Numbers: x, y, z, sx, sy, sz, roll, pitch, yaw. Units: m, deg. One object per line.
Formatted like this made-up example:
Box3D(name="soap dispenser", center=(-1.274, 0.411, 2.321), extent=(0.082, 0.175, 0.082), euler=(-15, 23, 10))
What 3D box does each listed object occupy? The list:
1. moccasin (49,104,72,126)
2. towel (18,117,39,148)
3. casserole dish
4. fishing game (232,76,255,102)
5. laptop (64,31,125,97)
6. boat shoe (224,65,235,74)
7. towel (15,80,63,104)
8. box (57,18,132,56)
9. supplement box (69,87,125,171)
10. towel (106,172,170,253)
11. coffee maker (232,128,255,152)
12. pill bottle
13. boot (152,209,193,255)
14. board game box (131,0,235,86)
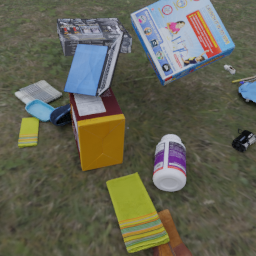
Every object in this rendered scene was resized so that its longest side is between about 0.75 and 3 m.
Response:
Box3D(name="moccasin", center=(-1.920, -0.668, 11.685), extent=(2.606, 1.049, 0.889), euler=(-29, 36, -10))
Box3D(name="towel", center=(-4.002, 0.151, 11.373), extent=(0.714, 0.150, 1.659), euler=(-3, 42, -11))
Box3D(name="casserole dish", center=(-3.732, -0.716, 12.012), extent=(1.360, 0.264, 0.824), euler=(29, 51, 9))
Box3D(name="fishing game", center=(6.234, -1.570, 12.971), extent=(2.139, 0.464, 2.987), euler=(-17, 39, -17))
Box3D(name="laptop", center=(-1.100, -2.012, 8.739), extent=(1.114, 1.921, 1.799), euler=(17, 78, -18))
Box3D(name="boat shoe", center=(5.355, -3.141, 14.707), extent=(0.283, 0.279, 0.798), euler=(-14, 45, -14))
Box3D(name="towel", center=(-4.200, -1.610, 13.084), extent=(1.683, 0.302, 1.748), euler=(-34, 53, -31))
Box3D(name="box", center=(-1.470, -3.949, 11.952), extent=(2.816, 0.701, 2.221), euler=(-8, 44, -18))
Box3D(name="supplement box", center=(-1.168, -0.118, 10.082), extent=(1.496, 2.223, 2.253), euler=(-10, 45, -14))
Box3D(name="towel", center=(0.188, 2.415, 8.539), extent=(1.199, 0.252, 2.786), euler=(-11, 34, -12))
Box3D(name="coffee maker", center=(4.384, 0.474, 10.801), extent=(0.819, 0.552, 0.787), euler=(-30, 31, -29))
Box3D(name="pill bottle", center=(1.453, 1.140, 9.635), extent=(1.070, 1.070, 1.903), euler=(6, 44, 6))
Box3D(name="boot", center=(0.686, 3.278, 7.666), extent=(1.945, 0.707, 2.066), euler=(-15, 45, -15))
Box3D(name="board game box", center=(2.024, -3.589, 10.797), extent=(2.904, 0.829, 2.966), euler=(-24, 80, 1))
